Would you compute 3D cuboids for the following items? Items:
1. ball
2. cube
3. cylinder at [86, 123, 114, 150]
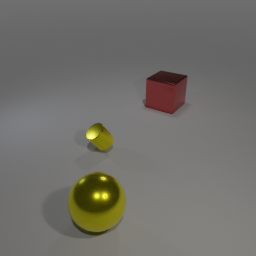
[{"bbox_3d":[-0.740,1.755,6.729,1.400,1.400,1.400,0,30,0],"label":"ball"},{"bbox_3d":[1.743,-1.668,12.759,1.400,1.400,1.400,18,34,29],"label":"cube"},{"bbox_3d":[-0.953,0.298,9.546,0.700,0.700,0.700,-20,45,22],"label":"cylinder"}]
